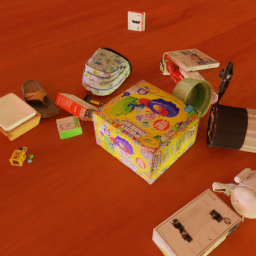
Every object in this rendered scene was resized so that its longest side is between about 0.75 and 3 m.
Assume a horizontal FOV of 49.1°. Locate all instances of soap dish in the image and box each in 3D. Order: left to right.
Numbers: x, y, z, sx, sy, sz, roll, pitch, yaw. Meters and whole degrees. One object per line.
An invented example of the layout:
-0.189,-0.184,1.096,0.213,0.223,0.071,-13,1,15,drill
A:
-4.307,-0.421,10.362,1.813,0.736,1.426,33,54,28,soap dish

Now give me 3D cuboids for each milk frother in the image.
4.058,-0.609,9.256,2.459,2.615,2.360,8,42,7,milk frother

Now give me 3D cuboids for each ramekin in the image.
2.254,-1.060,10.053,1.524,1.524,0.744,-30,38,-26,ramekin

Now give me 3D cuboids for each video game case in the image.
2.983,-3.241,13.226,1.776,0.231,1.951,-12,38,-20,video game case

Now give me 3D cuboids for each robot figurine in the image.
3.604,1.870,7.934,1.711,0.966,1.451,-31,84,-27,robot figurine

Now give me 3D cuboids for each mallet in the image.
-1.179,-1.062,11.310,1.264,0.260,0.416,11,66,6,mallet

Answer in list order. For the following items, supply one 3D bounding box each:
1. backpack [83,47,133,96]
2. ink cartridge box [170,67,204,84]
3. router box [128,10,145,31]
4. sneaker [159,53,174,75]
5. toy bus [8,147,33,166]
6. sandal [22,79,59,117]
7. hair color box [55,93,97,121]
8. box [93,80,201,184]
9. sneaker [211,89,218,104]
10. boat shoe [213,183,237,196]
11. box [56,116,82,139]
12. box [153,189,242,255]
-0.999,-2.386,11.840,1.847,1.741,2.264,30,64,7,backpack
2.605,-2.335,12.578,1.107,0.281,1.257,-14,47,-15,ink cartridge box
0.472,-5.986,15.670,0.912,1.017,0.248,12,46,14,router box
1.834,-2.948,13.107,0.608,0.552,1.433,9,50,-10,sneaker
-3.613,0.887,9.314,0.711,0.390,0.754,-30,53,-27,toy bus
-3.630,-1.323,11.248,1.091,0.729,2.669,-20,49,-19,sandal
-1.912,-0.802,10.598,1.580,0.484,0.802,29,14,31,hair color box
0.611,0.019,9.364,2.537,1.547,2.443,33,55,29,box
2.940,-1.463,11.558,1.490,0.599,0.659,14,40,8,sneaker
2.964,1.865,8.415,0.803,0.297,0.343,7,46,9,boat shoe
-2.152,-0.036,10.242,0.784,0.379,0.692,-15,49,-13,box
1.795,2.673,7.383,2.066,0.621,1.205,-28,52,-25,box
